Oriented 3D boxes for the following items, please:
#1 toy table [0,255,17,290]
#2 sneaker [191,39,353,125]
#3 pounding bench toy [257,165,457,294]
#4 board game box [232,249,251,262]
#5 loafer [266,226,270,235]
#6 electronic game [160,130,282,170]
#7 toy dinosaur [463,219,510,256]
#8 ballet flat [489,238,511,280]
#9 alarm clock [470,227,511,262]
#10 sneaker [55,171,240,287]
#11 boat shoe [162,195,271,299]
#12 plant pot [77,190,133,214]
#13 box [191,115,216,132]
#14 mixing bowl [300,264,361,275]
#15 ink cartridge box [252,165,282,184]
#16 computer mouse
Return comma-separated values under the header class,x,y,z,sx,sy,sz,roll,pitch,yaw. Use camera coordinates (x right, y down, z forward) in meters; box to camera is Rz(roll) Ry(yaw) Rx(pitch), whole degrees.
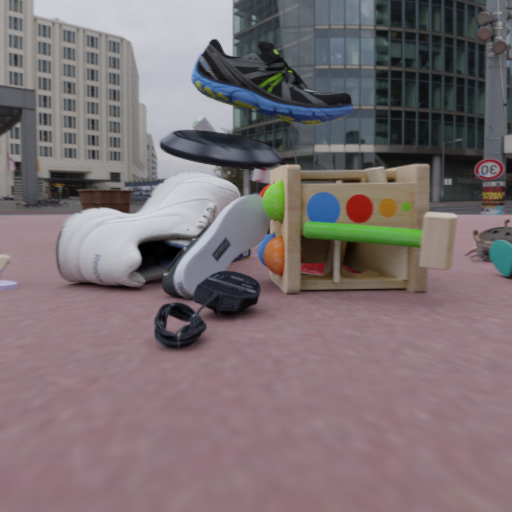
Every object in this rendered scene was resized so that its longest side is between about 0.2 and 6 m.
class,x,y,z,sx,sy,sz,roll,pitch,yaw
toy table,-3.255,0.203,6.857,0.678,0.397,0.623,0,5,9
sneaker,0.384,-3.660,11.679,3.473,1.439,1.231,18,6,5
pounding bench toy,1.018,-0.319,6.590,1.858,1.480,2.382,-1,6,-6
board game box,-1.256,-0.189,9.991,1.845,0.569,1.846,3,6,18
loafer,0.979,-0.908,17.014,2.191,0.744,0.769,4,-1,1
electronic game,-0.714,-2.161,11.558,2.531,0.527,2.531,8,19,-3
toy dinosaur,4.597,-0.172,10.628,1.210,0.519,0.820,-16,40,8
ballet flat,3.600,0.133,7.479,0.507,0.504,1.481,9,16,2
alarm clock,4.273,-0.177,9.904,1.309,0.436,0.883,-27,25,-24
sneaker,-1.137,-0.283,7.770,1.377,1.178,3.162,18,34,30
boat shoe,-0.459,-0.144,6.527,0.494,0.599,1.744,-9,29,45
plant pot,-3.839,-1.002,14.308,1.387,1.373,1.387,1,5,0
box,-1.321,-3.201,14.014,0.411,0.480,0.478,-37,21,5
mixing bowl,1.507,-0.281,8.819,1.852,1.003,1.852,-1,6,0
ink cartridge box,0.394,-2.387,16.254,0.824,0.596,0.599,9,5,-15
computer mouse,-0.397,0.488,4.825,0.551,0.320,1.880,17,15,13
